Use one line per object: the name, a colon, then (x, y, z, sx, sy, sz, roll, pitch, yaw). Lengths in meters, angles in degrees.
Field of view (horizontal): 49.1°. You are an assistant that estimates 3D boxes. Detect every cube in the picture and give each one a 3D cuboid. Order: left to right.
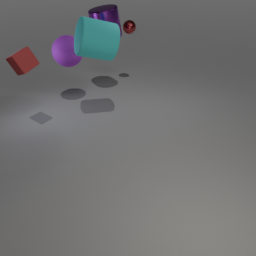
cube: (-3.718, -2.357, 9.896, 0.700, 0.700, 0.700, 5, 44, 49)

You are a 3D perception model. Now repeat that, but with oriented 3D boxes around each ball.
ball: (-2.744, -3.490, 12.740, 1.400, 1.400, 1.400, 0, 30, 0)
ball: (0.071, -5.333, 14.801, 0.700, 0.700, 0.700, 0, 30, 0)

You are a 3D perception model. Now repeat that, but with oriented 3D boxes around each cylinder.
cylinder: (-1.188, -3.329, 10.527, 1.400, 1.400, 1.400, 3, 27, -24)
cylinder: (-1.078, -5.015, 13.426, 1.400, 1.400, 1.400, -8, 35, 5)
